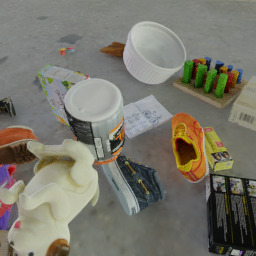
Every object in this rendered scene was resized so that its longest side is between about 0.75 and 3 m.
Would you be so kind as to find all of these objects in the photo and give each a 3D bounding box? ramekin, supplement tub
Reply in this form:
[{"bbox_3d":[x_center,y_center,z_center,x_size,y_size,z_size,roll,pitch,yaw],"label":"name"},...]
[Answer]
[{"bbox_3d":[1.074,-3.270,12.588,2.723,1.429,2.723,11,59,-19],"label":"ramekin"},{"bbox_3d":[-0.793,-0.048,7.418,1.418,2.315,1.418,-1,56,1],"label":"supplement tub"}]

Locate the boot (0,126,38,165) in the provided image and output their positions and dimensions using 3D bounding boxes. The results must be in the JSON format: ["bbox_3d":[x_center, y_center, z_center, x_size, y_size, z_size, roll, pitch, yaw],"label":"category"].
[{"bbox_3d":[-4.346,0.635,9.217,2.694,1.011,1.444,-9,37,-21],"label":"boot"}]

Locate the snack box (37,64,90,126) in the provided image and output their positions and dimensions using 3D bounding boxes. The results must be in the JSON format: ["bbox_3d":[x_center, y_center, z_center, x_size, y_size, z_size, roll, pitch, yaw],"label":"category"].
[{"bbox_3d":[-1.962,-0.942,9.777,1.721,2.419,0.641,19,56,21],"label":"snack box"}]

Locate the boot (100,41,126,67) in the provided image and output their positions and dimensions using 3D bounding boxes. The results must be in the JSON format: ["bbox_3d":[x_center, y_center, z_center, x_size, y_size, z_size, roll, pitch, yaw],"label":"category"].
[{"bbox_3d":[-0.310,-3.835,14.314,2.584,0.885,2.432,20,45,23],"label":"boot"}]

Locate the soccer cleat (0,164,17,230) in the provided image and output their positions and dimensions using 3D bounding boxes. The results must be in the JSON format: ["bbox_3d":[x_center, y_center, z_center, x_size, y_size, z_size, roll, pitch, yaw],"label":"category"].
[{"bbox_3d":[-3.507,1.866,7.907,0.838,0.781,2.289,-12,40,-20],"label":"soccer cleat"}]

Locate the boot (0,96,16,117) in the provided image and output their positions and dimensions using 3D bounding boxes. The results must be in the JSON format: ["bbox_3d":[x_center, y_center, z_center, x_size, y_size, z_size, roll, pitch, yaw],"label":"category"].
[{"bbox_3d":[-5.047,-0.720,11.050,1.028,0.491,1.361,-20,39,-18],"label":"boot"}]

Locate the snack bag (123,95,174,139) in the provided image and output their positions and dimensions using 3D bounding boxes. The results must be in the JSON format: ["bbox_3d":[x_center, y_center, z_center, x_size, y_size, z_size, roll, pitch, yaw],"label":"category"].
[{"bbox_3d":[0.538,-0.504,10.707,1.947,0.208,1.835,-24,42,-11],"label":"snack bag"}]

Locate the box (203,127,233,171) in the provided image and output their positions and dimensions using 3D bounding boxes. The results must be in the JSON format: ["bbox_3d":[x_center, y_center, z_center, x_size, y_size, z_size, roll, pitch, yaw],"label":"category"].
[{"bbox_3d":[2.871,0.674,9.479,0.634,0.422,1.683,-8,41,-7],"label":"box"}]

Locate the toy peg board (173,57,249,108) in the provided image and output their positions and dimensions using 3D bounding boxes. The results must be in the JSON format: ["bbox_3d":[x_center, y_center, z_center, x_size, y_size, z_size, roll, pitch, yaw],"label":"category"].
[{"bbox_3d":[3.790,-2.377,12.366,2.518,1.231,2.507,33,51,31],"label":"toy peg board"}]

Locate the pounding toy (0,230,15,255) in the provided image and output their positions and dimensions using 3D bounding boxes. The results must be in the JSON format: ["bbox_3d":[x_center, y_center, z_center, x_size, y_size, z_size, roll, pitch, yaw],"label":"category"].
[{"bbox_3d":[-3.661,2.764,6.592,1.880,1.079,1.075,8,37,9],"label":"pounding toy"}]

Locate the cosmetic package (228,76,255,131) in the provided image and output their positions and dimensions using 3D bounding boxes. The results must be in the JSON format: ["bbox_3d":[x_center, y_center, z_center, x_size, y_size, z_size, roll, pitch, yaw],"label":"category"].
[{"bbox_3d":[5.073,-1.021,11.079,1.268,0.895,2.449,24,48,25],"label":"cosmetic package"}]

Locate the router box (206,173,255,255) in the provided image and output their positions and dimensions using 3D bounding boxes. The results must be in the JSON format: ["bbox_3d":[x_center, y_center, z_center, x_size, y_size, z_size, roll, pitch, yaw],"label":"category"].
[{"bbox_3d":[2.983,2.307,7.505,1.641,0.562,2.200,7,42,8],"label":"router box"}]

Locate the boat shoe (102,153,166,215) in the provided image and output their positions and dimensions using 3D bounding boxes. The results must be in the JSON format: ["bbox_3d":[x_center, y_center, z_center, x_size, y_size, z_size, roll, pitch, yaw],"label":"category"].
[{"bbox_3d":[0.031,1.293,8.462,1.213,0.946,2.672,-17,50,-19],"label":"boat shoe"}]

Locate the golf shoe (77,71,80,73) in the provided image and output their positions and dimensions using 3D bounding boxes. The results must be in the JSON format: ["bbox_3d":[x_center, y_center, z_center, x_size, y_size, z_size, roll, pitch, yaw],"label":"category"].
[{"bbox_3d":[-2.595,-2.464,13.176,0.364,0.319,0.827,19,44,31],"label":"golf shoe"}]

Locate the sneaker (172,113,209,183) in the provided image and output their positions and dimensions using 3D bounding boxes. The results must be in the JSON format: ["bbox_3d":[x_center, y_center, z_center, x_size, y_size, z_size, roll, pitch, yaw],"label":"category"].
[{"bbox_3d":[1.925,0.352,9.130,1.083,1.145,2.968,-29,35,19],"label":"sneaker"}]

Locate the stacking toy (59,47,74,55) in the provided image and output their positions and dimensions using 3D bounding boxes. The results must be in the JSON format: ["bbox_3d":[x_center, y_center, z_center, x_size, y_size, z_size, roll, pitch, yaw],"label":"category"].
[{"bbox_3d":[-3.351,-4.174,15.249,0.815,0.344,0.738,-14,17,-20],"label":"stacking toy"}]

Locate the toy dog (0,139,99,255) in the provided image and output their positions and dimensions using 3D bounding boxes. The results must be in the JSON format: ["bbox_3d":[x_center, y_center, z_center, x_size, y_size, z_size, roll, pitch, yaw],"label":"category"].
[{"bbox_3d":[-1.924,1.939,6.930,1.870,2.598,2.680,3,56,26],"label":"toy dog"}]
